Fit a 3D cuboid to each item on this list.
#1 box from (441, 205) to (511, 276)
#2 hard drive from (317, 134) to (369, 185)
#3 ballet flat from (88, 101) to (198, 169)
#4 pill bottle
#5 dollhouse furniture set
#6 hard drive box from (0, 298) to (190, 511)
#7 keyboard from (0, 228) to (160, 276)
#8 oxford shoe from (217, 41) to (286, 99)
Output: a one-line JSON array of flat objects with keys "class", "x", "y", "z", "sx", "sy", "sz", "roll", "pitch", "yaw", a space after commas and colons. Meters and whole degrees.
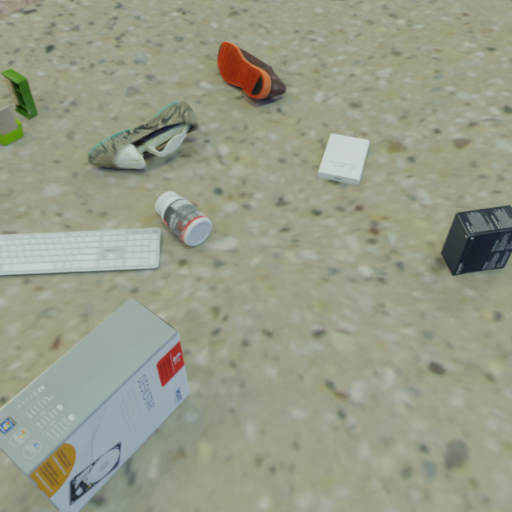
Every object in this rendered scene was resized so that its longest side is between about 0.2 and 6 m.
[{"class": "box", "x": 3.603, "y": -0.242, "z": 8.992, "sx": 0.924, "sy": 1.015, "sz": 0.528, "roll": -8, "pitch": 50, "yaw": -7}, {"class": "hard drive", "x": 1.719, "y": -1.906, "z": 10.960, "sx": 0.796, "sy": 0.159, "sz": 1.208, "roll": 13, "pitch": 51, "yaw": 10}, {"class": "ballet flat", "x": -2.089, "y": -2.163, "z": 10.715, "sx": 2.236, "sy": 0.758, "sz": 0.842, "roll": -32, "pitch": 71, "yaw": -12}, {"class": "pill bottle", "x": -1.267, "y": -0.655, "z": 9.634, "sx": 0.572, "sy": 0.572, "sz": 0.988, "roll": -33, "pitch": 57, "yaw": -25}, {"class": "dollhouse furniture set", "x": -5.561, "y": -2.725, "z": 11.155, "sx": 1.191, "sy": 0.920, "sz": 2.384, "roll": 34, "pitch": 57, "yaw": 26}, {"class": "hard drive box", "x": -1.894, "y": 1.841, "z": 6.798, "sx": 0.832, "sy": 1.688, "sz": 2.165, "roll": 31, "pitch": 57, "yaw": 23}, {"class": "keyboard", "x": -3.137, "y": -0.064, "z": 9.392, "sx": 3.015, "sy": 0.161, "sz": 0.849, "roll": -3, "pitch": 47, "yaw": -2}, {"class": "oxford shoe", "x": -0.157, "y": -4.137, "z": 12.609, "sx": 0.795, "sy": 0.780, "sz": 2.191, "roll": -6, "pitch": 45, "yaw": -38}]
